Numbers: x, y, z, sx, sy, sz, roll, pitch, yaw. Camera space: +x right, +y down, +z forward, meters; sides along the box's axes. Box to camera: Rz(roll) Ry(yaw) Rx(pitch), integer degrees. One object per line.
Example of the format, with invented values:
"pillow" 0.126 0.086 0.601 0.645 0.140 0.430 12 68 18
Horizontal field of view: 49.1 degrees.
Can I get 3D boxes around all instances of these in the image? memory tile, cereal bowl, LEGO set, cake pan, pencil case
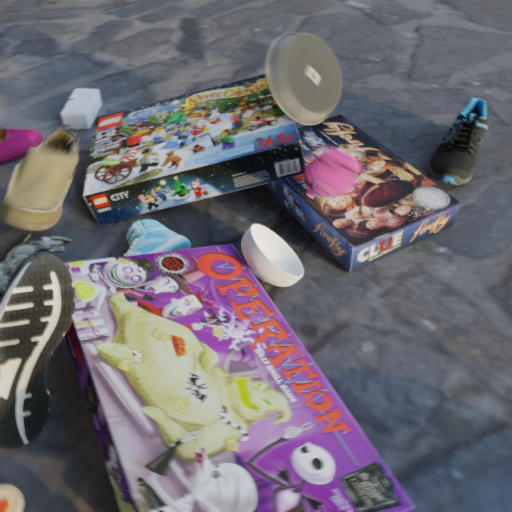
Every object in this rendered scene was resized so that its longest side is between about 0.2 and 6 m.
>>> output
"memory tile" -3.692 3.128 6.188 1.905 0.160 1.460 17 49 -14
"cereal bowl" 0.199 0.065 9.463 1.230 0.512 1.230 39 21 -18
"LEGO set" -4.179 0.160 9.366 3.016 0.855 1.958 6 44 6
"cake pan" 0.970 -3.367 10.524 1.756 1.756 0.322 -38 19 -33
"pencil case" 1.217 -1.333 9.457 0.771 1.698 0.795 42 93 -3

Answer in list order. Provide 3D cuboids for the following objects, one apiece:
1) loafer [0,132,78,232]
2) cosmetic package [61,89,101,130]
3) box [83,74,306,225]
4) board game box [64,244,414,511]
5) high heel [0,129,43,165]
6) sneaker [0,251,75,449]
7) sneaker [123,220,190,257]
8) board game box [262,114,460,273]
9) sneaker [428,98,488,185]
"loafer" -3.904 -1.451 10.203 1.041 0.923 2.738 11 35 -15
"cosmetic package" -4.213 -3.558 13.537 0.618 0.450 1.216 1 43 1
"box" -1.285 -2.285 11.366 4.138 0.780 2.826 -14 45 3
"board game box" -0.637 1.709 7.392 3.003 0.808 5.003 -4 40 -33
"high heel" -6.062 -2.605 11.899 2.760 1.327 0.930 -18 47 -18
"sneaker" -3.154 1.140 7.314 0.973 2.640 1.056 7 15 -47
"sneaker" -2.095 -0.049 9.749 1.095 0.667 1.677 35 45 28
"board game box" 1.758 -1.428 11.161 2.507 0.640 3.701 -23 48 -21
"sneaker" 4.344 -2.459 11.963 0.929 1.039 2.538 18 47 17
